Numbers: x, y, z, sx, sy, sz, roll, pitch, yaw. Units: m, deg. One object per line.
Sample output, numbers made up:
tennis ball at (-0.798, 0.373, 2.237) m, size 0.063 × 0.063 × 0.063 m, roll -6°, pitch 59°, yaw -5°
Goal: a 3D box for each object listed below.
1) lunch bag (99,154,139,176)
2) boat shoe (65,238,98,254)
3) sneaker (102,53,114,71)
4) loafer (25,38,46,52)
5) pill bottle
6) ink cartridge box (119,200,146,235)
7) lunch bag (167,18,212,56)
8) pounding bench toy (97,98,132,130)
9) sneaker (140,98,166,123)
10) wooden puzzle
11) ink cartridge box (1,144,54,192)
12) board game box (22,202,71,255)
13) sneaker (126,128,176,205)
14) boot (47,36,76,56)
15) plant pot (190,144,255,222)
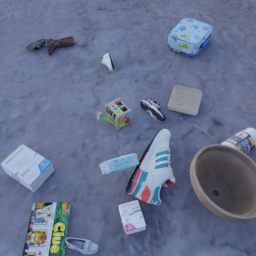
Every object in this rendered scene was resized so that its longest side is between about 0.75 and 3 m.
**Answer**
lunch bag at (-0.307, 1.240, 9.468) m, size 1.255 × 1.007 × 0.484 m, roll -15°, pitch 85°, yaw -24°
boat shoe at (-1.409, 3.553, 8.506) m, size 1.017 × 0.326 × 0.375 m, roll 12°, pitch 52°, yaw 10°
sneaker at (-1.023, -3.203, 14.026) m, size 0.504 × 0.434 × 1.191 m, roll -25°, pitch 53°, yaw 11°
loafer at (-4.865, -4.388, 14.968) m, size 1.238 × 0.466 × 0.431 m, roll -37°, pitch 94°, yaw -29°
pill bottle at (4.261, 0.609, 10.578) m, size 1.451 × 0.844 × 0.844 m, roll -29°, pitch 56°, yaw -22°
ink cartridge box at (0.126, 2.871, 9.026) m, size 0.668 × 0.378 × 0.912 m, roll -13°, pitch 52°, yaw -10°
lunch bag at (3.327, -4.838, 14.918) m, size 1.881 × 0.965 × 2.340 m, roll 26°, pitch 55°, yaw 21°
pounding bench toy at (-0.548, -0.454, 11.482) m, size 1.238 × 0.769 × 0.966 m, roll -29°, pitch 57°, yaw -21°
sneaker at (1.175, -0.851, 11.945) m, size 0.617 × 0.574 × 1.429 m, roll -29°, pitch 58°, yaw -23°
wooden puzzle at (2.525, -1.193, 12.398) m, size 1.304 × 0.326 × 1.408 m, roll 14°, pitch 57°, yaw 12°
ink cartridge box at (-3.589, 1.414, 10.049) m, size 1.481 × 0.627 × 1.070 m, roll 28°, pitch 56°, yaw 19°
board game box at (-2.526, 3.449, 8.642) m, size 1.242 × 0.278 × 2.371 m, roll 0°, pitch 51°, yaw -2°
sneaker at (1.110, 1.383, 9.993) m, size 1.395 × 1.050 × 2.983 m, roll 31°, pitch 54°, yaw 2°
boot at (-3.515, -4.407, 14.929) m, size 1.538 × 0.494 × 1.433 m, roll -6°, pitch 52°, yaw -11°
plant pot at (3.102, 1.896, 9.140) m, size 2.576 × 1.189 × 2.576 m, roll 8°, pitch 52°, yaw -10°
